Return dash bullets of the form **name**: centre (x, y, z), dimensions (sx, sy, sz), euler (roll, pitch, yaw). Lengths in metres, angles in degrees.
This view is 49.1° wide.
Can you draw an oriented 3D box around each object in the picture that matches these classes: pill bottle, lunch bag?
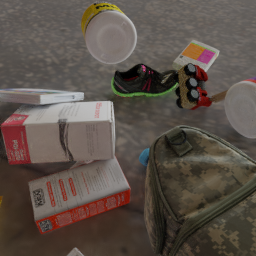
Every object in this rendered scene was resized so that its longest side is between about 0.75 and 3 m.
- **pill bottle**: centre (-0.667, -2.934, 8.290), dimensions (1.384, 1.384, 2.422), euler (-9, 34, -9)
- **pill bottle**: centre (4.477, -0.909, 8.156), dimensions (2.941, 1.638, 1.638), euler (-19, 48, -19)
- **lunch bag**: centre (1.246, 1.507, 4.940), dimensions (1.946, 2.793, 2.343), euler (-26, 57, -15)

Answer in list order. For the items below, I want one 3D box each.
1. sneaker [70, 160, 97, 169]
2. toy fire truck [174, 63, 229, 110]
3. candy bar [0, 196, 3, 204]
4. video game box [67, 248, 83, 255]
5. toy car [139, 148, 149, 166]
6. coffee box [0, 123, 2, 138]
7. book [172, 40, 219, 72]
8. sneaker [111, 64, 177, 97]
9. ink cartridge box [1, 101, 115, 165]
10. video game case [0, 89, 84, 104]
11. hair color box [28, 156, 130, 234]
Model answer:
- **sneaker**: centre (-1.102, 0.867, 7.297), dimensions (0.489, 0.429, 1.220), euler (27, 44, 32)
- **toy fire truck**: centre (2.448, -1.294, 9.009), dimensions (1.591, 1.023, 1.400), euler (8, 67, -24)
- **candy bar**: centre (-3.062, 2.400, 5.834), dimensions (0.553, 0.246, 2.219), euler (-9, 46, -3)
- **video game box**: centre (-0.963, 3.387, 4.698), dimensions (1.797, 0.462, 1.973), euler (29, 52, 29)
- **toy car**: centre (1.122, 0.540, 6.837), dimensions (1.292, 1.461, 1.347), euler (-32, 54, -28)
- **coffee box**: centre (-3.922, -0.152, 7.186), dimensions (0.731, 1.833, 1.048), euler (34, 52, 5)
- **book**: centre (2.660, -2.686, 10.835), dimensions (1.200, 0.432, 1.797), euler (26, 51, 21)
- **sneaker**: centre (0.621, -1.632, 9.342), dimensions (2.357, 0.987, 0.905), euler (-9, 46, -9)
- **ink cartridge box**: centre (-1.604, 0.040, 7.206), dimensions (2.523, 1.070, 1.837), euler (-4, 20, -2)
- **video game case**: centre (-2.836, -0.943, 8.129), dimensions (2.362, 0.280, 2.150), euler (6, 11, 20)
- **hair color box**: centre (-1.104, 1.483, 6.466), dimensions (2.105, 0.645, 1.069), euler (-15, 47, -16)
